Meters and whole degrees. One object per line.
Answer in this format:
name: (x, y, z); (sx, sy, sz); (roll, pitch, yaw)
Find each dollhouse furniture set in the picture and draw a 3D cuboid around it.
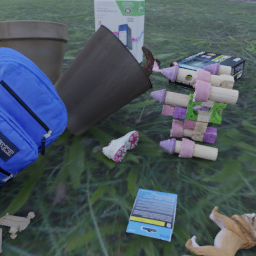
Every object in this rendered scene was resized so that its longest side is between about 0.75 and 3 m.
dollhouse furniture set: (-2.317, 1.906, 5.252); (0.761, 0.435, 0.892); (7, 7, 9)

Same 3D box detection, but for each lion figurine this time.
lion figurine: (1.691, 1.982, 4.824); (0.980, 0.580, 1.601); (37, 59, 26)

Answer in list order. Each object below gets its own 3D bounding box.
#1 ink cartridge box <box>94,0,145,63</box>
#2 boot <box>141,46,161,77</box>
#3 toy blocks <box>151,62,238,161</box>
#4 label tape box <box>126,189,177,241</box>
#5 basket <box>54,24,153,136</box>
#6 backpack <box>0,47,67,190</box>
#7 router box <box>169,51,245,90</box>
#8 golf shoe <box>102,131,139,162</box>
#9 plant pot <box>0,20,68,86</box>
ink cartridge box: (-0.389, -4.585, 13.433); (2.117, 2.913, 1.275); (9, 28, 15)
boot: (0.592, -2.526, 11.321); (1.098, 1.178, 0.378); (51, 32, 9)
toy blocks: (1.555, -0.664, 7.555); (1.992, 2.211, 2.366); (11, 35, 8)
label tape box: (0.482, 1.711, 5.364); (0.798, 0.368, 1.114); (7, 33, 13)
basket: (-0.968, -1.152, 7.944); (2.562, 2.310, 1.742); (-42, 27, -2)
backpack: (-2.632, -0.038, 5.627); (2.806, 2.280, 2.355); (-40, 39, -8)
router box: (3.357, -2.421, 11.839); (2.115, 0.877, 2.823); (23, 38, 34)
golf shoe: (-0.175, 0.399, 7.491); (0.587, 0.483, 1.284); (14, 32, 29)
plant pot: (-3.076, -2.117, 8.964); (2.500, 2.169, 2.500); (-4, 11, 1)
